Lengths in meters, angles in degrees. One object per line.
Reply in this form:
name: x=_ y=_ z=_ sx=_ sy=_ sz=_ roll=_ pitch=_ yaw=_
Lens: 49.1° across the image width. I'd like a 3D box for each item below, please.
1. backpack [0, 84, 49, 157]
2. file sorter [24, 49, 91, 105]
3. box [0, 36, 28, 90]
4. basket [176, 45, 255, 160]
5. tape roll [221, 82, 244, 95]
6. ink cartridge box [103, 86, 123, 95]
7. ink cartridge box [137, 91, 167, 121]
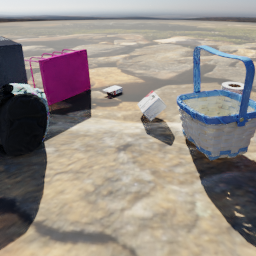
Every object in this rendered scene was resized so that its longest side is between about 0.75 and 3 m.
backpack: x=-3.390 y=-0.437 z=8.941 sx=1.617 sy=2.132 sz=2.554 roll=9 pitch=17 yaw=-29
file sorter: x=-3.326 y=-2.482 z=12.902 sx=1.724 sy=1.910 sz=2.749 roll=14 pitch=29 yaw=31
box: x=-5.392 y=-2.324 z=11.749 sx=1.601 sy=2.599 sz=2.578 roll=-19 pitch=33 yaw=-33
basket: x=2.582 y=-0.788 z=8.206 sx=2.035 sy=2.926 sz=2.580 roll=-13 pitch=28 yaw=-10
tape roll: x=4.583 y=-1.512 z=12.194 sx=1.063 sy=0.730 sz=1.063 roll=0 pitch=26 yaw=0
ink cartridge box: x=-0.730 y=-1.762 z=13.279 sx=0.490 sy=0.227 sz=0.900 roll=21 pitch=34 yaw=36
ink cartridge box: x=0.888 y=-0.862 z=10.607 sx=0.847 sy=0.478 sz=1.154 roll=-43 pitch=20 yaw=8
